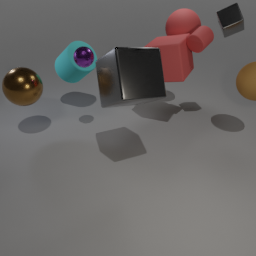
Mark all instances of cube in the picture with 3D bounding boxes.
[{"bbox_3d":[3.503,-3.662,9.565,0.700,0.700,0.700,-19,-17,20],"label":"cube"},{"bbox_3d":[0.049,-1.388,7.919,1.400,1.400,1.400,-8,0,-29],"label":"cube"},{"bbox_3d":[1.577,-2.641,10.631,1.400,1.400,1.400,3,32,29],"label":"cube"}]

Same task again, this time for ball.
[{"bbox_3d":[2.199,-4.010,11.186,1.400,1.400,1.400,0,31,0],"label":"ball"},{"bbox_3d":[-1.492,-2.398,9.468,0.700,0.700,0.700,0,31,0],"label":"ball"},{"bbox_3d":[4.625,-1.680,10.063,1.400,1.400,1.400,0,31,0],"label":"ball"},{"bbox_3d":[-3.803,-1.491,10.145,1.400,1.400,1.400,0,31,0],"label":"ball"}]

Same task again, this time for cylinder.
[{"bbox_3d":[-2.281,-2.849,12.224,1.400,1.400,1.400,-29,5,-39],"label":"cylinder"},{"bbox_3d":[2.569,-3.149,9.948,0.700,0.700,0.700,26,59,36],"label":"cylinder"}]
